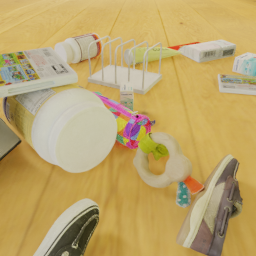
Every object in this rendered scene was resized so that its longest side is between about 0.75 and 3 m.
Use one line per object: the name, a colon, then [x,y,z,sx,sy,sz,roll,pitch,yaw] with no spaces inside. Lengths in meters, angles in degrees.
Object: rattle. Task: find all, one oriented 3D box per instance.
rattle: [1.136,0.935,6.256,1.948,1.392,1.268,28,85,42]

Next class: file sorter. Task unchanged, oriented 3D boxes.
file sorter: [-0.109,-2.564,10.884,2.491,1.551,1.728,16,36,24]

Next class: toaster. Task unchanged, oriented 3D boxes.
toaster: [-4.142,0.263,5.965,2.402,1.576,2.656,27,61,31]

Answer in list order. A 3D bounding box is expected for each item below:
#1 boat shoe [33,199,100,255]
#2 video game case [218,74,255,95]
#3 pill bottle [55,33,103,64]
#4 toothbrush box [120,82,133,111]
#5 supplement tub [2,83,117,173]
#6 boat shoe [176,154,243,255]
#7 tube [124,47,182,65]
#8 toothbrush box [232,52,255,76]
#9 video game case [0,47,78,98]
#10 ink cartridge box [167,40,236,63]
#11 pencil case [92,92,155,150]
boat shoe: [-1.018,2.196,4.204,0.808,0.897,2.539,16,43,23]
video game case: [4.331,-1.680,10.768,1.626,0.186,1.480,6,33,11]
pill bottle: [-2.252,-3.646,12.920,1.137,1.137,2.075,28,42,36]
toothbrush box: [-0.041,-0.864,8.756,0.421,0.987,0.723,-1,32,0]
supplement tub: [-1.713,-0.263,6.940,1.926,1.926,2.649,-25,41,-33]
boat shoe: [1.760,1.422,5.390,0.828,0.919,2.555,31,37,18]
tube: [1.156,-3.517,13.188,2.874,0.746,0.834,-16,74,-32]
toothbrush box: [5.394,-2.602,11.755,1.122,0.654,1.533,-25,39,-34]
video game case: [-2.519,-1.385,6.662,2.026,0.255,2.227,-16,37,-23]
ink cartridge box: [3.626,-4.145,14.171,2.239,0.786,2.755,-16,40,-23]
pencil case: [-0.388,-0.301,7.862,2.357,1.042,1.042,27,41,37]
